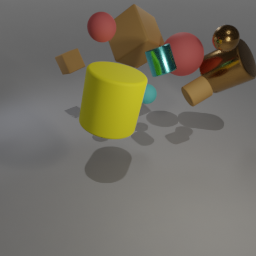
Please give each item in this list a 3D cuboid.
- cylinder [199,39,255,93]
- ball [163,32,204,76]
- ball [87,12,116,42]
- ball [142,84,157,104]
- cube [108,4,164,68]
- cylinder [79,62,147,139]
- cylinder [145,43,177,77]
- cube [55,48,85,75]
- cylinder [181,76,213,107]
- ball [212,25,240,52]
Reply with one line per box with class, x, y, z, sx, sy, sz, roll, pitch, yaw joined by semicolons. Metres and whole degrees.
cylinder;3.374;-2.063;9.487;1.400;1.400;1.400;-20;11;42
ball;1.789;-2.427;9.257;1.400;1.400;1.400;0;29;0
ball;-0.636;-2.439;6.781;0.700;0.700;0.700;0;29;0
ball;0.658;-1.196;9.848;0.700;0.700;0.700;0;29;0
cube;0.266;-3.136;9.818;1.400;1.400;1.400;-26;-14;31
cylinder;-0.376;-0.674;6.632;1.400;1.400;1.400;11;29;-6
cylinder;0.879;-1.810;7.486;0.700;0.700;0.700;-18;15;5
cube;-2.127;-2.430;10.284;0.700;0.700;0.700;-34;23;-28
cylinder;2.110;-1.125;8.596;0.700;0.700;0.700;-31;33;0
ball;2.626;-2.403;7.521;0.700;0.700;0.700;0;29;0
